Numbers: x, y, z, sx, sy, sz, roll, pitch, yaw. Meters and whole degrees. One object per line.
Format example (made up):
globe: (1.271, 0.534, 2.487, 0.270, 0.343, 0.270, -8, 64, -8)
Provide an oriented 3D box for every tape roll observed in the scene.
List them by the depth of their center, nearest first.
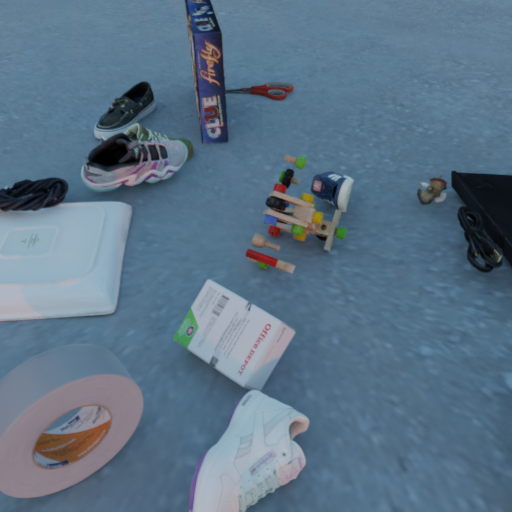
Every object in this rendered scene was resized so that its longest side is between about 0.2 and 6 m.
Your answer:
tape roll: (-2.047, 1.741, 5.941, 1.645, 1.645, 0.543, -25, 47, -29)

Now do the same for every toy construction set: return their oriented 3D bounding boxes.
toy construction set: (0.776, -0.425, 9.365, 1.392, 1.511, 1.811, 21, 60, 7)

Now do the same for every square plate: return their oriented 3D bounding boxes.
square plate: (-3.764, -0.082, 9.448, 3.038, 0.436, 3.067, -3, 37, -4)

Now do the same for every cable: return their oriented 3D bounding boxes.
cable: (-4.331, -1.157, 10.400, 1.501, 0.467, 1.840, -15, 21, -37)

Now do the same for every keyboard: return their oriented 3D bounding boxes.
keyboard: (4.617, -0.219, 9.573, 2.585, 0.552, 4.305, 2, 36, -9)

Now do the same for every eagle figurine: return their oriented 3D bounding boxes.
eagle figurine: (3.396, -1.277, 10.820, 0.549, 0.552, 0.727, 2, 14, 18)

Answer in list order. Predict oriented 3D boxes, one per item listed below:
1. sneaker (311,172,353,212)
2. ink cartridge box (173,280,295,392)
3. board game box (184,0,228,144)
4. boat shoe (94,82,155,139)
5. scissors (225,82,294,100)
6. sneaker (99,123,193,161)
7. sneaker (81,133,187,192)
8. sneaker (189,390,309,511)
sneaker: (1.383, -1.240, 10.480, 0.735, 0.652, 1.739, 15, 11, 3)
ink cartridge box: (-0.297, 1.056, 7.470, 1.319, 0.555, 0.963, 28, 84, 32)
board game box: (-1.262, -4.759, 13.881, 0.653, 2.557, 3.775, -7, 37, -5)
boat shoe: (-3.291, -3.646, 13.956, 0.840, 0.693, 2.446, 11, 38, 14)
scissors: (-0.175, -4.700, 15.828, 2.430, 0.169, 0.889, 8, 46, 14)
sneaker: (-2.341, -2.365, 11.991, 2.230, 1.001, 0.748, -23, 43, -28)
sneaker: (-2.247, -1.937, 10.783, 2.200, 1.539, 0.855, -24, 85, -21)
sneaker: (-0.042, 2.281, 6.038, 0.978, 0.735, 1.963, 15, 39, 19)
